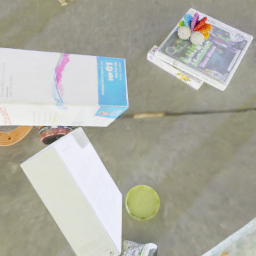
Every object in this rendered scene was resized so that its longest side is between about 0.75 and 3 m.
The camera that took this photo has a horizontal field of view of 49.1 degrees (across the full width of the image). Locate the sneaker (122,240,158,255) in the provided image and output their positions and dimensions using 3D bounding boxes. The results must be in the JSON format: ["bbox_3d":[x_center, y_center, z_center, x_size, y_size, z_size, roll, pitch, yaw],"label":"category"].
[{"bbox_3d":[-0.184,3.450,6.088,1.036,0.900,2.339,13,39,26],"label":"sneaker"}]

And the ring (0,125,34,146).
[{"bbox_3d":[-3.170,-0.497,7.747,2.075,0.199,2.075,-8,70,22],"label":"ring"}]

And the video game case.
[{"bbox_3d":[2.380,-2.513,8.576,2.257,0.290,2.482,30,61,11],"label":"video game case"}]

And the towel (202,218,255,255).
[{"bbox_3d":[1.669,1.788,4.050,2.226,2.600,0.626,-45,60,11],"label":"towel"}]

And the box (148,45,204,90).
[{"bbox_3d":[1.455,-1.847,8.512,1.871,0.362,0.388,35,73,13],"label":"box"}]

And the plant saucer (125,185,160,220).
[{"bbox_3d":[0.370,1.913,7.191,0.879,0.137,0.879,0,69,1],"label":"plant saucer"}]

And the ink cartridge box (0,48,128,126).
[{"bbox_3d":[-1.466,-0.700,5.708,2.513,1.816,1.064,-1,79,-19],"label":"ink cartridge box"}]

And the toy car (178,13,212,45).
[{"bbox_3d":[1.984,-3.008,8.230,0.982,0.737,0.860,27,60,9],"label":"toy car"}]

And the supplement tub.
[{"bbox_3d":[-2.030,-0.424,7.691,0.889,0.889,1.662,-11,69,-4],"label":"supplement tub"}]

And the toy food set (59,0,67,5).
[{"bbox_3d":[-2.198,-4.945,9.789,0.855,0.212,1.345,-26,71,-10],"label":"toy food set"}]

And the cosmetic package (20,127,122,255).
[{"bbox_3d":[-0.789,0.986,4.944,0.612,2.369,1.786,-28,96,2],"label":"cosmetic package"}]
